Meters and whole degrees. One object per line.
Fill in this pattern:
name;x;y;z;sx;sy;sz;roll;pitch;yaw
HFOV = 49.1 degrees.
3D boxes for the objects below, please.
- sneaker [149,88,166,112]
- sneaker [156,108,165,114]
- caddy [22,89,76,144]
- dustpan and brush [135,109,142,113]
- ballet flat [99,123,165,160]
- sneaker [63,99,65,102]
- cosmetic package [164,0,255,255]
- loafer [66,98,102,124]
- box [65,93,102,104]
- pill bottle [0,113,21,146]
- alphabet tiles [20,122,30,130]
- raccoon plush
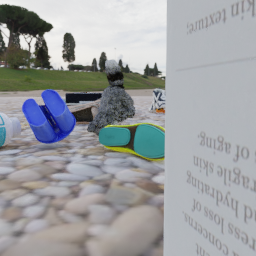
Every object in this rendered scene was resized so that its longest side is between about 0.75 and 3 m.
sneaker;1.689;-1.603;15.780;0.758;1.236;1.900;3;-6;-8
sneaker;1.929;-0.935;15.328;0.782;0.302;0.285;0;7;-10
caddy;-1.886;-0.248;6.751;1.030;0.765;1.457;-29;48;-14
dustpan and brush;0.348;-1.023;16.004;0.672;0.275;0.962;4;9;24
ballet flat;0.259;0.247;5.836;2.081;0.695;0.697;6;-4;45
sneaker;-3.278;-0.865;12.238;0.634;1.017;1.723;6;11;28
cosmetic package;1.530;-0.094;1.011;2.167;2.605;2.180;-3;8;-19
loafer;-1.417;-0.507;10.637;2.808;1.009;0.883;-5;24;12
box;-1.616;-0.989;12.425;1.937;1.194;1.921;1;9;0
pill bottle;-3.231;0.071;6.362;0.808;0.808;1.459;7;10;41
alphabet tiles;-4.052;-0.048;9.834;2.015;0.076;1.684;-5;9;-27
raccoon plush;-0.663;-0.691;7.457;0.951;1.966;1.317;-10;18;43
